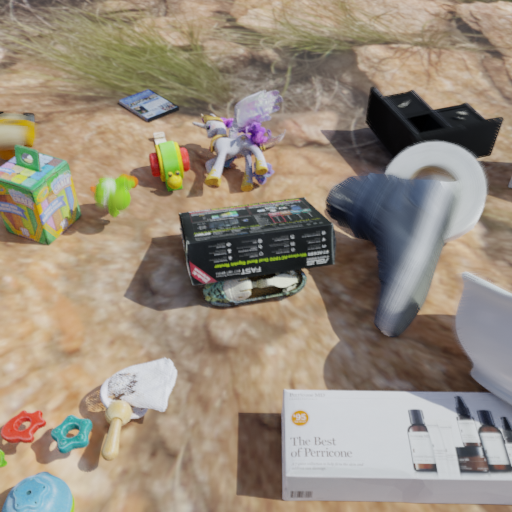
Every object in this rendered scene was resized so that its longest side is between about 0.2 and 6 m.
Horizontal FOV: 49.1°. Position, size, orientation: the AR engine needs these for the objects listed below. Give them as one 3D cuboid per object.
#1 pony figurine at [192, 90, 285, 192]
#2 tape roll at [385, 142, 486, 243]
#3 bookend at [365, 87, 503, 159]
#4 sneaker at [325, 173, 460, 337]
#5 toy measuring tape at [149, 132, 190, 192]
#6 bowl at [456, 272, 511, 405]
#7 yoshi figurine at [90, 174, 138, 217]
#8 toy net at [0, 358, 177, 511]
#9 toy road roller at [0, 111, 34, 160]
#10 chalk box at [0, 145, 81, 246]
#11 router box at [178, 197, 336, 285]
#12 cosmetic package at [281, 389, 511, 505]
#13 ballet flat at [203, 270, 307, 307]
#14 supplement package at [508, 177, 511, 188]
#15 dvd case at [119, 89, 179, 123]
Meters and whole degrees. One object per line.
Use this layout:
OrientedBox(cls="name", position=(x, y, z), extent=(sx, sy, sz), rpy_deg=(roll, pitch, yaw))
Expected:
OrientedBox(cls="pony figurine", position=(-0.265, -2.175, 10.739), extent=(1.813, 1.564, 1.878), rpy_deg=(-11, 59, 1))
OrientedBox(cls="tape roll", position=(2.908, -1.009, 9.226), extent=(1.647, 0.576, 1.647), rpy_deg=(-2, 83, 20))
OrientedBox(cls="bookend", position=(3.485, -2.693, 11.215), extent=(1.889, 0.870, 1.878), rpy_deg=(-13, 47, -11))
OrientedBox(cls="sneaker", position=(1.770, -0.137, 8.443), extent=(1.859, 0.978, 2.572), rpy_deg=(16, 66, 26))
OrientedBox(cls="toy measuring tape", position=(-1.762, -2.065, 10.921), extent=(0.802, 0.802, 2.180), rpy_deg=(-11, 44, -11))
OrientedBox(cls="bowl", position=(3.415, 1.248, 6.744), extent=(2.539, 1.141, 2.539), rpy_deg=(26, 9, -4))
OrientedBox(cls="yoshi figurine", position=(-2.337, -1.035, 9.559), extent=(0.691, 0.694, 1.234), rpy_deg=(-13, 12, 8))
OrientedBox(cls="toy net", position=(-2.055, 2.096, 6.735), extent=(1.347, 0.496, 2.568), rpy_deg=(27, 48, 30))
OrientedBox(cls="toy road roller", position=(-4.676, -2.197, 10.786), extent=(0.781, 0.928, 1.272), rpy_deg=(0, 32, -16))
OrientedBox(cls="chalk box", position=(-3.698, -1.110, 9.337), extent=(0.941, 1.513, 0.937), rpy_deg=(17, 46, 18))
OrientedBox(cls="router box", position=(-0.052, -0.285, 8.663), extent=(2.185, 0.679, 1.637), rpy_deg=(-8, 21, -8))
OrientedBox(cls="cosmetic package", position=(1.646, 2.172, 6.466), extent=(2.691, 0.681, 1.111), rpy_deg=(0, 42, 0))
OrientedBox(cls="ballet flat", position=(0.004, 0.407, 8.360), extent=(1.588, 0.590, 0.590), rpy_deg=(-11, 44, -10))
OrientedBox(cls="supplement package", position=(5.811, -1.618, 10.194), extent=(1.890, 1.075, 1.035), rpy_deg=(24, 50, 23))
OrientedBox(cls="dvd case", position=(-2.462, -3.463, 12.873), extent=(0.858, 0.106, 1.203), rpy_deg=(-32, 51, -31))
